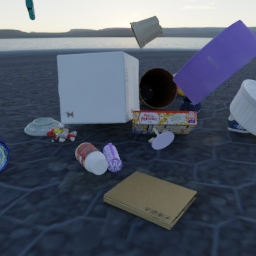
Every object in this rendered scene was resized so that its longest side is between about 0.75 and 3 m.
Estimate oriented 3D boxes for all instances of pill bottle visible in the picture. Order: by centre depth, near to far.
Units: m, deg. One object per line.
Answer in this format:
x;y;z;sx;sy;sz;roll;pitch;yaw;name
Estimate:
-1.024;0.881;7.957;0.626;0.626;1.117;-12;23;-28;pill bottle

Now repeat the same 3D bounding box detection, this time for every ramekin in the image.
4.907;-0.629;10.190;2.339;1.140;2.339;16;38;-13;ramekin

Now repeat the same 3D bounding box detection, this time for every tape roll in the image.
2.488;-1.764;7.841;1.017;2.393;2.393;51;35;5;tape roll

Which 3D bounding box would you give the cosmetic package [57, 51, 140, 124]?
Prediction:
-0.965;-1.504;10.815;2.426;2.441;2.917;0;8;12;cosmetic package

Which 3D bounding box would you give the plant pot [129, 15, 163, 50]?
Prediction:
0.670;-3.396;9.734;0.934;1.020;1.020;-24;21;4;plant pot

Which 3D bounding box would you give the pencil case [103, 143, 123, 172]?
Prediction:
-0.474;0.865;8.245;0.459;0.467;1.093;-8;21;-12;pencil case

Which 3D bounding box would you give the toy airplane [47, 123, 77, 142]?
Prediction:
-2.268;0.148;9.868;0.933;0.658;0.929;24;34;37;toy airplane

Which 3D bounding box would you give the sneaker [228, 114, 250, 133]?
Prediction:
4.379;-0.234;10.794;0.994;0.728;0.401;7;22;19;sneaker

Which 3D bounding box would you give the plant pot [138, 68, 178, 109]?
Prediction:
1.149;-1.835;13.876;1.906;1.906;2.040;-6;2;-14;plant pot

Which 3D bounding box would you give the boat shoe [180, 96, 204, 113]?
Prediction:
3.026;-1.167;13.090;1.055;0.861;2.507;5;21;13;boat shoe

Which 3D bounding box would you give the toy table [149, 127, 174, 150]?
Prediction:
1.101;0.340;9.401;0.805;0.740;0.471;-23;31;-6;toy table

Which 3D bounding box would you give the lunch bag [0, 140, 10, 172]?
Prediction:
-4.089;0.820;7.921;1.175;0.881;1.382;-6;5;-10;lunch bag

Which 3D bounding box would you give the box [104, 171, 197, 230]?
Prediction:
0.544;1.614;6.634;1.761;0.187;1.440;13;24;33;box

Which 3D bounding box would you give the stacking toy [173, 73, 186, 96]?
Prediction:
3.199;-2.242;16.090;1.296;1.296;1.774;-10;42;-25;stacking toy

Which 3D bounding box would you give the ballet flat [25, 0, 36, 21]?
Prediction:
-3.591;-4.439;10.335;0.321;0.896;0.321;3;39;-2;ballet flat

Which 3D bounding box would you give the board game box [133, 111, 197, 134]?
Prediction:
1.215;-0.170;9.915;2.107;0.488;1.596;1;-12;1;board game box

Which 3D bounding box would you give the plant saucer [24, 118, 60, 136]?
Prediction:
-3.298;-0.114;10.991;1.506;0.378;1.506;0;20;0;plant saucer
